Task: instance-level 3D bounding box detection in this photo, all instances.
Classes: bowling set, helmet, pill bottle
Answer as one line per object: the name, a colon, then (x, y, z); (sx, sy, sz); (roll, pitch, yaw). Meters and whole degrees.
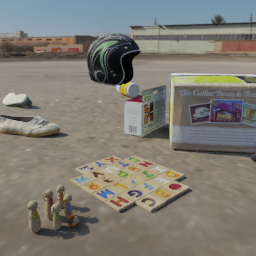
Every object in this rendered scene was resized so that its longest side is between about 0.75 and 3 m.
bowling set: (-0.977, 1.152, 4.104); (0.608, 0.469, 0.874); (5, 17, 17)
helmet: (-0.430, -2.034, 8.258); (1.554, 1.481, 1.554); (6, 13, -2)
pill bottle: (-0.046, -2.005, 14.340); (0.717, 0.717, 1.288); (-10, 19, -32)

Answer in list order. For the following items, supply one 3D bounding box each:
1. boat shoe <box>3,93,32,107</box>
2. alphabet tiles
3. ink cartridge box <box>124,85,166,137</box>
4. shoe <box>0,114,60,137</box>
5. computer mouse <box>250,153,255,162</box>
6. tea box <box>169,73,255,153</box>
boat shoe: (-4.770, -1.135, 12.070); (1.684, 0.613, 0.520); (4, -28, 36)
alphabet tiles: (0.008, 0.970, 5.421); (1.766, 0.067, 2.122); (-15, 22, -42)
ink cartridge box: (0.561, -0.596, 8.478); (0.637, 1.334, 1.519); (11, 19, 32)
shoe: (-2.948, -0.095, 8.212); (1.959, 0.523, 0.685); (3, 17, 10)
computer mouse: (3.408, 0.621, 6.260); (1.159, 0.267, 0.814); (11, 21, 32)
tea box: (2.414, -0.544, 7.669); (2.511, 1.678, 2.471); (2, 17, 8)
